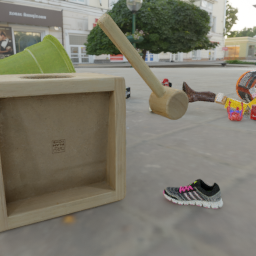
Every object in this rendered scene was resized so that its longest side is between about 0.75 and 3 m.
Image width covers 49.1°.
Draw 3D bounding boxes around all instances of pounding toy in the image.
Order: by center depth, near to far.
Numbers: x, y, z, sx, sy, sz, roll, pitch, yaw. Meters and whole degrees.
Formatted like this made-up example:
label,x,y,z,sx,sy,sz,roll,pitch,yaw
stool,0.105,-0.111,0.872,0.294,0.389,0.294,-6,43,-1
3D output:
label,x,y,z,sx,sy,sz,roll,pitch,yaw
pounding toy,-0.583,-0.266,3.946,2.725,2.394,1.247,-8,16,-27

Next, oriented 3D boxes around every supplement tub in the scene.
label,x,y,z,sx,sy,sz,roll,pitch,yaw
supplement tub,5.202,-1.613,11.233,1.383,1.383,2.586,1,15,3

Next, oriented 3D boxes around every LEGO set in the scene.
label,x,y,z,sx,sy,sz,roll,pitch,yaw
LEGO set,4.266,-0.960,9.723,0.877,1.084,2.356,3,-16,-41

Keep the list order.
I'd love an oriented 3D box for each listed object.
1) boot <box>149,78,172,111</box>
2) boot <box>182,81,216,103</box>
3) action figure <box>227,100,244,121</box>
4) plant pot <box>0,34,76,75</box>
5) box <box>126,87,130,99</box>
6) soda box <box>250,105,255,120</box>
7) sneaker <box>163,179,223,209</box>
label,x,y,z,sx,sy,sz,roll,pitch,yaw
boot,1.195,-1.194,10.113,0.569,1.133,1.570,7,17,26
boot,2.431,-1.232,9.584,1.027,0.330,0.957,-4,57,-7
action figure,3.412,-0.644,8.940,0.471,0.715,1.444,4,17,15
plant pot,-2.434,-0.540,5.946,2.307,2.429,2.429,-21,23,-26
box,-1.073,-1.531,12.674,1.818,0.502,2.270,5,15,17
soda box,4.282,-0.375,8.257,0.423,0.467,1.334,-6,16,-21
sneaker,0.879,0.843,3.792,0.795,0.348,0.293,5,15,17
